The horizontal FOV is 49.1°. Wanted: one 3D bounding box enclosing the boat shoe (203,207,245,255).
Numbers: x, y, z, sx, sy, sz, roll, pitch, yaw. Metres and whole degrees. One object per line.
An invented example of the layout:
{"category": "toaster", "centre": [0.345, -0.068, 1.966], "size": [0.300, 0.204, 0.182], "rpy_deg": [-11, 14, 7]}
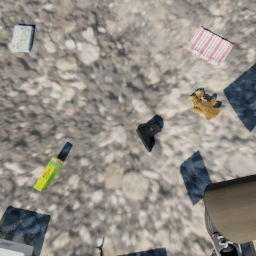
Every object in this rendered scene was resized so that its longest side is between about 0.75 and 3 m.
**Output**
{"category": "boat shoe", "centre": [2.584, 2.949, 7.138], "size": [0.843, 0.728, 2.320], "rpy_deg": [-14, 79, -3]}

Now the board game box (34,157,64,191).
{"category": "board game box", "centre": [-2.134, 1.252, 7.616], "size": [0.222, 0.474, 0.933], "rpy_deg": [29, 80, 8]}

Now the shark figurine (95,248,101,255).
{"category": "shark figurine", "centre": [-0.882, 3.532, 7.236], "size": [0.482, 0.336, 0.806], "rpy_deg": [39, 83, 6]}

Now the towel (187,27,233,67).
{"category": "towel", "centre": [2.496, -2.494, 8.533], "size": [1.182, 0.177, 0.865], "rpy_deg": [32, 80, 6]}

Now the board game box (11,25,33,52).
{"category": "board game box", "centre": [-3.247, -2.742, 8.601], "size": [0.543, 0.138, 0.807], "rpy_deg": [5, 79, 0]}

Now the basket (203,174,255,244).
{"category": "basket", "centre": [2.316, 1.245, 4.667], "size": [1.396, 1.549, 1.053], "rpy_deg": [33, 47, -22]}

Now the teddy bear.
{"category": "teddy bear", "centre": [2.203, -0.653, 8.122], "size": [1.003, 0.335, 0.728], "rpy_deg": [34, 73, 14]}

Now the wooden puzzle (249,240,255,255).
{"category": "wooden puzzle", "centre": [4.160, 3.564, 7.165], "size": [1.751, 0.438, 1.890], "rpy_deg": [-5, 79, -1]}

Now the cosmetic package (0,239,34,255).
{"category": "cosmetic package", "centre": [-3.219, 3.539, 6.996], "size": [1.247, 0.769, 1.251], "rpy_deg": [13, 79, 3]}

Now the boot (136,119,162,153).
{"category": "boot", "centre": [0.678, 0.211, 7.912], "size": [0.667, 0.303, 0.794], "rpy_deg": [-28, 74, -1]}
